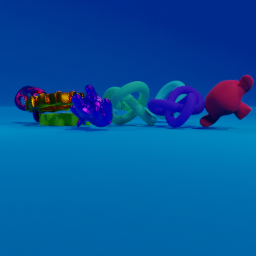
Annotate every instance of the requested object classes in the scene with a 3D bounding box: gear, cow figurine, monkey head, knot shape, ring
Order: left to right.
[{"bbox_3d":[-3.653,-1.023,10.453,1.394,1.490,0.688,28,38,23],"label":"knot shape"},{"bbox_3d":[-2.439,-0.853,9.520,1.959,0.362,1.959,-8,-3,0],"label":"gear"},{"bbox_3d":[-2.105,-0.338,10.102,2.047,0.379,2.047,0,5,0],"label":"gear"},{"bbox_3d":[-1.038,-0.449,8.089,1.651,1.625,0.906,37,66,28],"label":"cow figurine"},{"bbox_3d":[0.044,-0.826,9.168,2.012,0.930,1.883,15,-28,7],"label":"knot shape"},{"bbox_3d":[1.615,-1.093,10.930,0.328,1.642,1.642,28,-11,-31],"label":"ring"},{"bbox_3d":[1.644,-0.739,8.694,1.687,0.833,1.803,-28,24,-27],"label":"knot shape"},{"bbox_3d":[2.863,-0.679,7.865,1.310,1.821,1.097,41,27,1],"label":"monkey head"}]

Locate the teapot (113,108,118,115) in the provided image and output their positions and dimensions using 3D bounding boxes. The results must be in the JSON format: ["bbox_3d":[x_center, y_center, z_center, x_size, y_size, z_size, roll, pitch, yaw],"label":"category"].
[{"bbox_3d":[-0.774,-0.760,10.739,0.539,1.101,0.684,-25,33,32],"label":"teapot"}]
